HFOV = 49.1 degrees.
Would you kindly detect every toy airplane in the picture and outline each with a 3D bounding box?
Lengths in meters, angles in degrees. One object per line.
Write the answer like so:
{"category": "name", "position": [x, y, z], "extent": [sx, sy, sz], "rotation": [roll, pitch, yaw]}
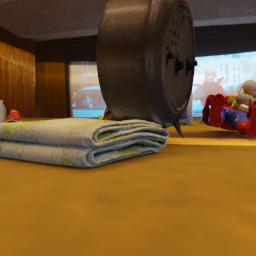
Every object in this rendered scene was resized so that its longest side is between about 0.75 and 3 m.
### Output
{"category": "toy airplane", "position": [4.489, -0.912, 9.991], "extent": [2.312, 1.639, 2.322], "rotation": [-4, 9, -8]}

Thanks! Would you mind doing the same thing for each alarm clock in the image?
{"category": "alarm clock", "position": [0.340, -1.073, 3.385], "extent": [0.812, 2.440, 1.646], "rotation": [2, 10, 27]}

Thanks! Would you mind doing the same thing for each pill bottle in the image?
{"category": "pill bottle", "position": [1.105, -0.957, 11.221], "extent": [2.901, 1.650, 1.650], "rotation": [1, 3, 13]}

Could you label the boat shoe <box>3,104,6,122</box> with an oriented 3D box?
{"category": "boat shoe", "position": [-5.602, -0.573, 10.690], "extent": [0.944, 0.924, 2.650], "rotation": [4, 6, 2]}

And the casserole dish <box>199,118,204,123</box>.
{"category": "casserole dish", "position": [3.958, -0.333, 12.949], "extent": [1.395, 0.271, 0.845], "rotation": [2, 3, 25]}

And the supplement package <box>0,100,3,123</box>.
{"category": "supplement package", "position": [-4.621, -0.470, 9.099], "extent": [0.856, 0.850, 1.129], "rotation": [-2, 3, -36]}

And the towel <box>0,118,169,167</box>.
{"category": "towel", "position": [-0.476, 0.071, 2.568], "extent": [1.389, 0.334, 1.189], "rotation": [1, 2, 33]}

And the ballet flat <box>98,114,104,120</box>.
{"category": "ballet flat", "position": [-0.811, -0.451, 14.171], "extent": [0.524, 0.523, 1.564], "rotation": [29, 23, 36]}

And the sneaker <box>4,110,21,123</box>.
{"category": "sneaker", "position": [-4.527, -0.424, 10.984], "extent": [0.544, 0.600, 1.413], "rotation": [-1, 3, -15]}

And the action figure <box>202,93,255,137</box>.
{"category": "action figure", "position": [1.943, -0.266, 5.477], "extent": [0.951, 0.752, 2.908], "rotation": [11, 2, 12]}

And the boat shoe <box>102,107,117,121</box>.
{"category": "boat shoe", "position": [-0.058, -0.346, 6.126], "extent": [0.873, 0.853, 2.309], "rotation": [-1, 3, -18]}
